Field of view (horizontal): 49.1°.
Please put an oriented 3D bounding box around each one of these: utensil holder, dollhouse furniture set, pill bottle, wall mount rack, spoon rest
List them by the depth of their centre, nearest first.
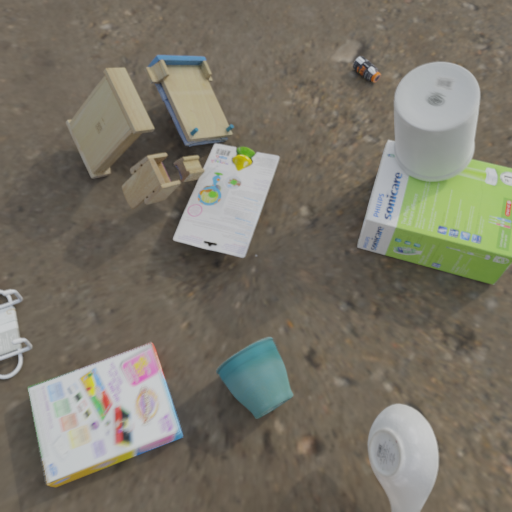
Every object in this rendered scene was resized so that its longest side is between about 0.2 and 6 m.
[{"bbox_3d":[2.137,3.664,8.755,0.819,1.343,2.703,11,94,-32],"label":"spoon rest"},{"bbox_3d":[3.283,-2.420,10.310,1.512,1.779,1.512,-5,70,14],"label":"utensil holder"},{"bbox_3d":[-5.134,1.433,10.449,1.627,0.698,1.872,-19,63,-10],"label":"wall mount rack"},{"bbox_3d":[-2.028,-2.634,12.625,3.140,2.049,2.964,-22,84,-45],"label":"dollhouse furniture set"},{"bbox_3d":[2.743,-4.577,13.807,0.372,0.372,0.700,-35,67,-17],"label":"pill bottle"}]

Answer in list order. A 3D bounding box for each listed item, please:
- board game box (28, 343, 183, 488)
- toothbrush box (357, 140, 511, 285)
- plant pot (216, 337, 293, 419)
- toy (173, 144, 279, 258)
[{"bbox_3d":[-2.656,2.763,9.871,2.297,0.463,1.758,-19,64,-10],"label":"board game box"},{"bbox_3d":[3.745,-0.911,11.374,2.857,1.230,2.080,16,63,8],"label":"toothbrush box"},{"bbox_3d":[0.065,2.195,9.852,1.155,1.155,1.085,-29,72,-14],"label":"plant pot"},{"bbox_3d":[-0.566,-1.130,11.852,1.507,0.618,2.617,14,65,10],"label":"toy"}]
